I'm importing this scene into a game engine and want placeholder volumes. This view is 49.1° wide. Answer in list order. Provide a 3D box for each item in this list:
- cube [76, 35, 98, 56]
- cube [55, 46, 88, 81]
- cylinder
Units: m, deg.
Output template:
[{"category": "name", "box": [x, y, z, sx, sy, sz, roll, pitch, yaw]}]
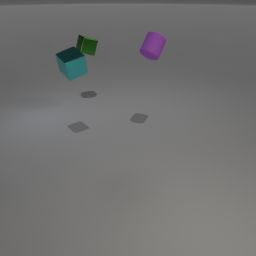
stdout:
[{"category": "cube", "box": [-1.882, -3.755, 12.709, 0.700, 0.700, 0.700, 4, 22, -34]}, {"category": "cube", "box": [-1.817, -2.086, 9.065, 0.700, 0.700, 0.700, -31, 54, -23]}, {"category": "cylinder", "box": [0.841, -2.761, 9.460, 0.700, 0.700, 0.700, 24, -5, 2]}]
